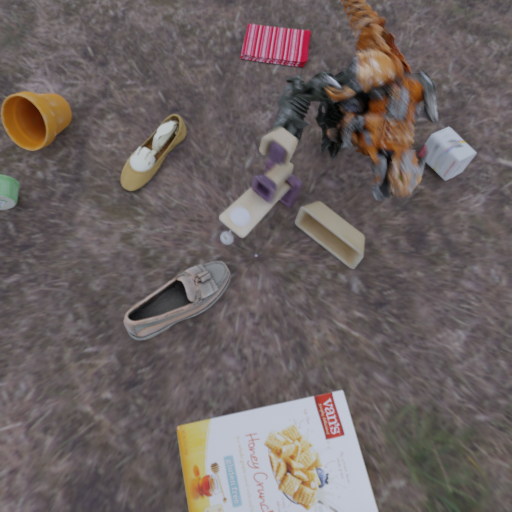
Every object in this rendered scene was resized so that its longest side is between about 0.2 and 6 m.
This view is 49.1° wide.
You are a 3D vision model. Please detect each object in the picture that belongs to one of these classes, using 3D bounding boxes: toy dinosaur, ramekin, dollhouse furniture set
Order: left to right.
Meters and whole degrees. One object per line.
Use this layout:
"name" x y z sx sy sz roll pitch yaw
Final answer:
"ramekin" -4.871 -1.171 10.460 0.830 0.830 0.405 -5 73 -3
"dollhouse furniture set" 0.637 -0.496 9.493 2.436 1.930 1.729 39 67 10
"toy dinosaur" 1.935 -2.801 9.905 2.575 1.938 3.793 -16 56 42

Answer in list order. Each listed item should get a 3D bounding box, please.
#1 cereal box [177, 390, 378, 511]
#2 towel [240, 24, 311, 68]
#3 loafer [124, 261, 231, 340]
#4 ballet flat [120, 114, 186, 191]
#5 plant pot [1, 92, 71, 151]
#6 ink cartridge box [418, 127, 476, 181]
"cereal box" 0.281 3.272 8.468 2.685 0.531 1.932 -12 65 -6
"towel" 0.452 -4.722 12.500 1.484 0.167 1.073 9 64 4
"loafer" -1.321 0.712 9.630 2.073 0.652 0.745 -33 69 -15
"ballet flat" -2.057 -2.093 11.000 0.636 0.584 1.852 31 68 8
"plant pot" -4.229 -2.745 11.035 1.086 1.086 0.994 24 35 11
"ink cartridge box" 3.720 -1.984 10.904 0.574 0.576 0.793 -25 66 -29
